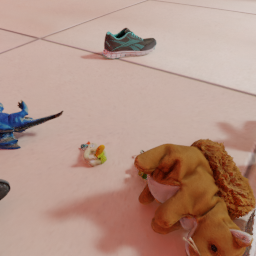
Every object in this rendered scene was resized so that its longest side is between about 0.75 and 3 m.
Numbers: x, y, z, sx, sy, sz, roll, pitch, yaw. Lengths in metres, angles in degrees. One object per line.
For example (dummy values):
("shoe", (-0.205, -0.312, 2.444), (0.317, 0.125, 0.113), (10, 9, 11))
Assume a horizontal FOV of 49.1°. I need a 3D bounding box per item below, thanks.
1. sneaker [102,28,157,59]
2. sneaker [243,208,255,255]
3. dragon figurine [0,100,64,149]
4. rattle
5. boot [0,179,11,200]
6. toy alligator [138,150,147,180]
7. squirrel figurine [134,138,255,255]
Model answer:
("sneaker", (0.120, -3.898, 12.572), (2.650, 1.209, 1.028), (-15, 40, -20))
("sneaker", (2.459, 2.182, 5.055), (0.674, 0.640, 1.675), (26, 45, 16))
("dragon figurine", (-3.288, 0.015, 7.584), (2.986, 0.879, 1.485), (6, 45, 4))
("rattle", (-0.955, 0.467, 7.258), (0.644, 0.707, 0.990), (-28, 48, -4))
("boot", (-2.927, 2.051, 5.201), (2.057, 0.712, 1.791), (-32, 48, -22))
("toy alligator", (0.402, 0.964, 6.931), (0.380, 0.275, 1.146), (22, 25, -15))
("squirrel figurine", (1.537, 1.370, 5.343), (2.349, 1.662, 2.192), (-22, 49, -22))
